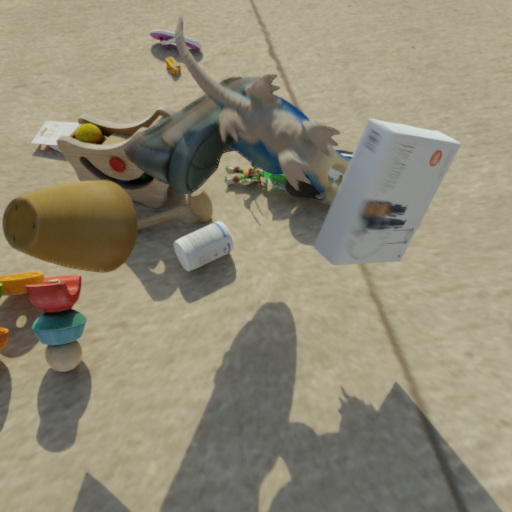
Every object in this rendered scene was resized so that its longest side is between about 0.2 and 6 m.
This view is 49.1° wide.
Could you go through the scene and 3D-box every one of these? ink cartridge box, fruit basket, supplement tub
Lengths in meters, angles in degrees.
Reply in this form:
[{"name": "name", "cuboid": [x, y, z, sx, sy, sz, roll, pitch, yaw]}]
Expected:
[{"name": "ink cartridge box", "cuboid": [-4.437, -2.713, 12.816, 1.098, 0.275, 0.883, 4, 48, 9]}, {"name": "fruit basket", "cuboid": [0.692, -1.723, 11.640, 1.056, 0.495, 0.978, 10, 53, -19]}, {"name": "supplement tub", "cuboid": [-0.953, -0.181, 10.274, 0.956, 0.631, 0.631, -25, 53, -21]}]

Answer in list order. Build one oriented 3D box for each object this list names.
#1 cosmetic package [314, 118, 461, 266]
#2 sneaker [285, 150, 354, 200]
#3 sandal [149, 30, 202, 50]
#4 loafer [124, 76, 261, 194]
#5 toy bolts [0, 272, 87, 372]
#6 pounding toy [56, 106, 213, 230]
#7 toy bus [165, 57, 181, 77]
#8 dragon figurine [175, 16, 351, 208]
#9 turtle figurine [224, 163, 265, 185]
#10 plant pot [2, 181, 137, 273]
[{"name": "cosmetic package", "cuboid": [1.832, -0.830, 7.878, 1.505, 1.996, 0.516, -4, 36, -39]}, {"name": "sneaker", "cuboid": [1.962, -1.402, 11.095, 2.718, 1.007, 1.203, -9, 52, -12]}, {"name": "sandal", "cuboid": [-2.288, -5.927, 15.556, 1.604, 0.653, 0.394, 17, 91, 14]}, {"name": "loafer", "cuboid": [-0.747, -2.116, 8.640, 1.066, 1.218, 3.390, 21, 37, 11]}, {"name": "toy bolts", "cuboid": [-3.658, 1.109, 9.027, 2.116, 1.468, 2.021, -4, 7, 10]}, {"name": "pounding toy", "cuboid": [-2.425, -1.716, 10.810, 3.282, 1.876, 1.883, 16, 50, 15]}, {"name": "toy bus", "cuboid": [-2.205, -5.032, 14.900, 0.262, 0.218, 0.670, -22, 51, -20]}, {"name": "dragon figurine", "cuboid": [0.256, -1.770, 8.028, 3.655, 1.817, 1.076, 34, 96, 2]}, {"name": "turtle figurine", "cuboid": [-0.257, -1.790, 11.628, 0.868, 0.644, 0.895, -5, 4, 18]}, {"name": "plant pot", "cuboid": [-2.444, -0.380, 7.154, 1.273, 1.273, 1.366, 29, 15, 23]}]
